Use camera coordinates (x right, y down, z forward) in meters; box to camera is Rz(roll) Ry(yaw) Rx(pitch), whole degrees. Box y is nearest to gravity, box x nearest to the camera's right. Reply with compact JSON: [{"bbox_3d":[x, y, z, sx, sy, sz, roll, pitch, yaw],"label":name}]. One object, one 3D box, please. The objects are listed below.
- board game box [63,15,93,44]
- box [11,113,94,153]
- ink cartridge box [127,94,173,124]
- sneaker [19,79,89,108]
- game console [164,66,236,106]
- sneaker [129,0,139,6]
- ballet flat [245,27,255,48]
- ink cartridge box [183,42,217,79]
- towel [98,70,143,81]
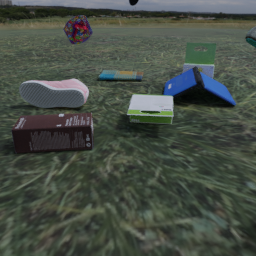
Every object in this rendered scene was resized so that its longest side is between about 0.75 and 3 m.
[{"bbox_3d":[-1.906,-3.758,11.003,1.018,1.288,0.251,-31,61,-3],"label":"board game box"},{"bbox_3d":[-1.732,0.092,6.726,1.789,0.670,0.896,-4,24,-6],"label":"box"},{"bbox_3d":[0.641,-0.406,7.894,1.237,0.634,1.673,3,25,6],"label":"ink cartridge box"},{"bbox_3d":[-2.407,-1.220,9.525,2.258,0.850,1.180,7,24,5],"label":"sneaker"},{"bbox_3d":[2.577,-1.315,10.492,2.071,1.435,2.426,-26,16,19],"label":"game console"},{"bbox_3d":[0.116,-3.563,7.012,0.301,0.914,0.358,-16,49,-12],"label":"sneaker"},{"bbox_3d":[3.769,-2.114,7.365,1.478,0.471,0.498,36,-1,-8],"label":"ballet flat"},{"bbox_3d":[2.943,-2.623,11.611,1.258,1.728,0.414,7,21,15],"label":"ink cartridge box"},{"bbox_3d":[-0.298,-2.449,13.158,1.988,0.216,1.458,4,24,5],"label":"towel"}]
